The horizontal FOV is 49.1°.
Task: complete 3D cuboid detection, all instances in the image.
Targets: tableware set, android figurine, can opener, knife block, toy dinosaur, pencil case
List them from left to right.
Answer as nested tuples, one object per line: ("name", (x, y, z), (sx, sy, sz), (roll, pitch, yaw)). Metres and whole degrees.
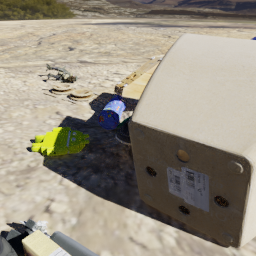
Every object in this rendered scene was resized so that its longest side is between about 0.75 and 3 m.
("can opener", (-1.031, 1.852, 4.198), (1.782, 0.469, 0.592), (13, 64, 28))
("toy dinosaur", (-3.172, -2.556, 13.023), (1.181, 0.636, 2.681), (3, 21, -28))
("android figurine", (-1.741, 0.348, 7.360), (1.446, 0.297, 1.316), (-4, 26, -3))
("tableware set", (-2.200, -1.517, 11.062), (2.053, 0.412, 1.357), (19, 32, 34))
("pencil case", (-0.444, -0.524, 8.691), (0.689, 0.619, 1.585), (-29, 17, 20))
("knife block", (1.085, -1.152, 9.390), (2.476, 2.174, 0.792), (-37, 26, -8))

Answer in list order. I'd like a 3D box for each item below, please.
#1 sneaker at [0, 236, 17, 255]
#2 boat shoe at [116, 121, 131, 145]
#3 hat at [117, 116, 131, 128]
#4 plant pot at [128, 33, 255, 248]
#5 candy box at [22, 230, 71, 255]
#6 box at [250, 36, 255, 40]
("sneaker", (-2.407, 1.576, 3.929), (2.351, 1.067, 0.893), (9, 29, 20))
("boat shoe", (0.484, -0.119, 7.330), (0.732, 0.624, 2.189), (32, 28, 29))
("hat", (0.209, 0.065, 8.172), (0.732, 0.778, 0.884), (-41, 11, -28))
("plant pot", (1.586, 0.228, 5.042), (2.872, 2.869, 2.543), (20, 44, 35))
("candy box", (-0.966, 1.904, 3.751), (1.059, 0.611, 0.293), (19, 32, 34))
("box", (2.763, -1.478, 6.967), (2.634, 0.427, 1.595), (-29, 29, 24))
